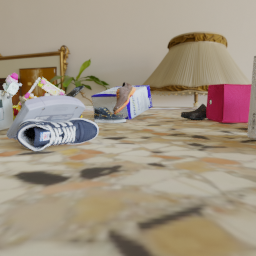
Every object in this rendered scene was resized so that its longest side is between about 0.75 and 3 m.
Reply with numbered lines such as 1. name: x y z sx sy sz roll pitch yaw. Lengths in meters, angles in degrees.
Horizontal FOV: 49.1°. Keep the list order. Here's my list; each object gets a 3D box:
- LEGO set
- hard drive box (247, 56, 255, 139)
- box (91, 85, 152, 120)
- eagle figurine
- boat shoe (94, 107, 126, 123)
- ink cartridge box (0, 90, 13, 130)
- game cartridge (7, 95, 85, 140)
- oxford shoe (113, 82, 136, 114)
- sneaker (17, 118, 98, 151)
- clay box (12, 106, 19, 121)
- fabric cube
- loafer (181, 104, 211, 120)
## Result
1. LEGO set: -2.064 -0.745 8.080 2.811 1.046 1.293 25 19 -47
2. hard drive box: 3.146 -0.536 4.927 0.874 1.775 2.277 1 6 -6
3. box: -0.260 -1.254 13.278 1.991 1.136 2.165 3 21 34
4. eagle figurine: -1.960 -0.513 7.368 1.666 1.257 1.264 0 8 -16
5. boat shoe: -0.712 -0.486 10.560 1.288 0.585 0.456 2 6 18
6. ink cartridge box: -4.300 -0.414 6.901 1.979 1.121 2.699 0 6 -3
7. game cartridge: -1.642 -0.237 5.868 1.035 0.314 1.553 -45 -18 27
8. oxford shoe: -0.289 -1.200 11.153 0.627 0.642 1.760 -39 15 41
9. sneaker: -1.218 0.108 4.934 1.442 0.505 0.782 1 9 -11
10. clay box: -3.701 -0.407 9.294 2.778 0.661 1.596 1 6 5
11. fabric cube: 4.172 -1.001 11.228 1.524 1.495 1.519 1 7 -6
12. loafer: 3.230 -0.715 12.268 1.964 0.710 0.715 -2 6 -16
